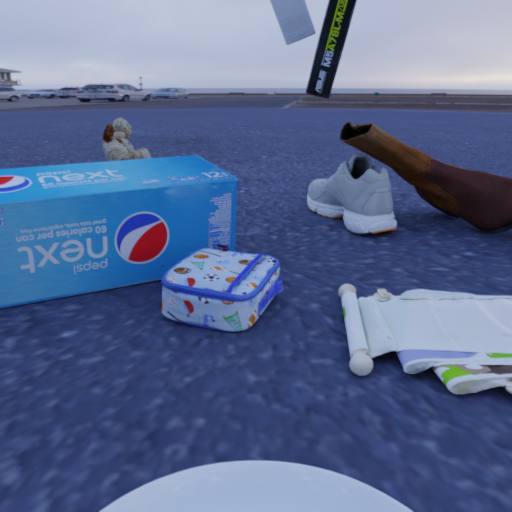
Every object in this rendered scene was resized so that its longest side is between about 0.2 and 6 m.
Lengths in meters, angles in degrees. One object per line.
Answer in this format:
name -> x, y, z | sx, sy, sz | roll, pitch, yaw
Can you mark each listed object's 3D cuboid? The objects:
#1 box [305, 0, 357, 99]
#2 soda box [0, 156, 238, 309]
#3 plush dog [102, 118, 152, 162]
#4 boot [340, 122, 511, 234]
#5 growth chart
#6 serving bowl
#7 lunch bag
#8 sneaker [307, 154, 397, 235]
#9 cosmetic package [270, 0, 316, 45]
box -> 1.398, -4.043, 10.083 | 0.509, 2.069, 2.142 | 13, 26, 2
soda box -> -2.632, -0.412, 7.961 | 4.604, 1.477, 1.562 | -9, 27, -27
plush dog -> -4.189, -3.185, 17.055 | 1.424, 1.775, 1.524 | -34, 9, 3
boot -> 3.309, -1.696, 10.420 | 3.054, 1.046, 2.875 | 30, 8, -20
growth chart -> 2.594, 0.893, 6.120 | 3.447, 0.306, 2.494 | 3, 19, 10
serving bowl -> -0.007, 1.876, 2.488 | 2.123, 0.698, 2.123 | 1, 18, 0
lunch bag -> -0.383, 0.367, 7.243 | 1.333, 0.629, 1.664 | 7, 20, 15
sneaker -> 1.944, -1.432, 11.441 | 1.147, 1.393, 3.029 | -7, 19, -18
cosmetic package -> 0.678, -4.993, 11.264 | 0.661, 1.301, 0.481 | -19, 21, 11
